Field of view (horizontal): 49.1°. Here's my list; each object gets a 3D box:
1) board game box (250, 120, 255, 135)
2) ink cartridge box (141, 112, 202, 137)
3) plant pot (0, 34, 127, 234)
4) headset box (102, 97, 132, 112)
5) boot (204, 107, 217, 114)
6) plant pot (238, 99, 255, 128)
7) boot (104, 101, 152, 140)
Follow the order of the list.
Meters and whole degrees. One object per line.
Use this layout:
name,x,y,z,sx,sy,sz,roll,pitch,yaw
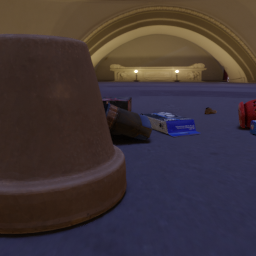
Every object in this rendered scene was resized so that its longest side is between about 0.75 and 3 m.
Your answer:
board game box,4.759,0.122,8.041,1.469,0.435,1.931,-3,12,-12
ink cartridge box,1.390,-0.169,9.521,1.119,0.441,2.250,-5,14,-25
plant pot,-1.381,-0.141,4.464,2.800,2.442,2.800,1,11,0
headset box,-0.596,-1.012,12.844,1.394,0.704,1.876,1,12,5
boot,3.824,-0.802,12.885,0.784,0.296,0.288,-8,12,-38
plant pot,4.303,-0.463,9.595,0.939,1.031,1.031,-5,10,20
boot,-0.200,-0.126,8.792,1.406,1.084,2.902,21,4,-8
